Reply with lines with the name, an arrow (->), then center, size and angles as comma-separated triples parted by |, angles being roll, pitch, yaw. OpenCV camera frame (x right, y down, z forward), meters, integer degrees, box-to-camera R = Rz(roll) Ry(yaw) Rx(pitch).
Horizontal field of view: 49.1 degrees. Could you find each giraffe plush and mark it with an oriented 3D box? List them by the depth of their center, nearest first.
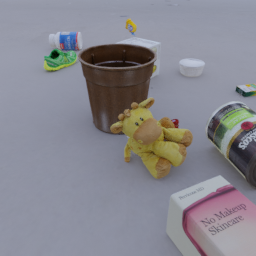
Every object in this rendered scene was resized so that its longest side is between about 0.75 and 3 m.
giraffe plush -> 0.518, 0.101, 7.515 | 2.079, 1.686, 1.794 | 15, 63, 32

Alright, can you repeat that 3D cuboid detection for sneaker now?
sneaker -> -3.491, -3.709, 14.706 | 0.841, 0.949, 2.271 | 16, 35, 25

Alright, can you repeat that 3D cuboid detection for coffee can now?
coffee can -> 3.334, 0.399, 7.724 | 1.538, 1.538, 2.101 | -9, 33, -14

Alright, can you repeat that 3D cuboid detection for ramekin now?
ramekin -> 3.155, -2.985, 13.919 | 1.245, 0.580, 1.245 | -1, 33, 0

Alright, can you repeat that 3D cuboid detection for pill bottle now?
pill bottle -> -3.818, -5.351, 17.204 | 1.866, 1.047, 1.047 | 0, 33, 3

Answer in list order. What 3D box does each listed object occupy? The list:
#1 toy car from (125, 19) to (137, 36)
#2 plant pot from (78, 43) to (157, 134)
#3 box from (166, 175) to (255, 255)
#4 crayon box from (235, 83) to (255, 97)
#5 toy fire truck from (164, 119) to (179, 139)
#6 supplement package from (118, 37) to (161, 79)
toy car -> -0.597, -3.880, 13.649 | 1.393, 2.840, 0.945 | -4, 41, -39
plant pot -> -0.314, -1.303, 9.527 | 2.512, 2.486, 2.512 | -1, 32, 0
box -> 1.902, 2.144, 5.326 | 1.379, 1.175, 2.156 | -16, 36, -23
crayon box -> 5.296, -1.643, 12.112 | 1.031, 0.266, 0.648 | -10, 34, -14
toy fire truck -> 1.306, 0.099, 9.238 | 0.776, 0.518, 0.925 | -6, 27, 25
supplement package -> 0.264, -3.131, 13.157 | 1.614, 1.626, 2.143 | 23, 39, 32
